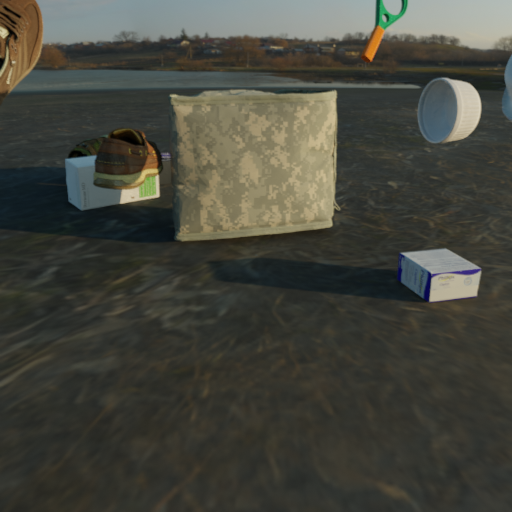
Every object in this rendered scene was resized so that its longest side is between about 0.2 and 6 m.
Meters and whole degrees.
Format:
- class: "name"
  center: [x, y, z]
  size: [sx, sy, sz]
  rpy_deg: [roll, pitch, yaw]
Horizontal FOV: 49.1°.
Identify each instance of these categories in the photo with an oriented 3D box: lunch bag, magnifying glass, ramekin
- class: "lunch bag"
  center: [-0.015, -1.722, 10.257]
  size: [3.091, 2.535, 1.818]
  rpy_deg: [-3, 17, -7]
- class: "magnifying glass"
  center: [2.498, -4.623, 11.063]
  size: [0.712, 1.789, 0.200]
  rpy_deg: [30, -13, -26]
- class: "ramekin"
  center: [3.538, -2.637, 10.215]
  size: [0.608, 1.159, 1.159]
  rpy_deg: [-5, 21, -18]

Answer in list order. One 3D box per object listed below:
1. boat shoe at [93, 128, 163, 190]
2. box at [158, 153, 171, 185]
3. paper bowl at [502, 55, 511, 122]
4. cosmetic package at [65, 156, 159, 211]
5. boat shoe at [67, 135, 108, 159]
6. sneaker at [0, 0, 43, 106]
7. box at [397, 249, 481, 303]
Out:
- class: "boat shoe"
  center: [-2.046, -1.715, 9.273]
  size: [0.856, 0.803, 2.378]
  rpy_deg: [5, 19, 1]
- class: "box"
  center: [-2.895, -2.207, 14.296]
  size: [1.631, 0.643, 1.151]
  rpy_deg: [-7, 25, -19]
- class: "paper bowl"
  center: [3.642, -2.209, 6.455]
  size: [0.911, 1.752, 1.752]
  rpy_deg: [35, 14, -16]
- class: "cosmetic package"
  center: [-3.167, -1.704, 12.410]
  size: [1.865, 1.004, 0.791]
  rpy_deg: [-17, 31, -34]
- class: "boat shoe"
  center: [-4.164, -2.341, 13.557]
  size: [0.892, 0.944, 2.624]
  rpy_deg: [-31, 11, -33]
- class: "sneaker"
  center: [-3.915, -3.223, 8.630]
  size: [1.028, 2.919, 1.103]
  rpy_deg: [24, -31, -26]
- class: "box"
  center: [2.581, 0.265, 7.986]
  size: [0.796, 0.454, 0.866]
  rpy_deg: [-5, 21, -15]
